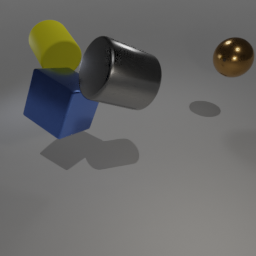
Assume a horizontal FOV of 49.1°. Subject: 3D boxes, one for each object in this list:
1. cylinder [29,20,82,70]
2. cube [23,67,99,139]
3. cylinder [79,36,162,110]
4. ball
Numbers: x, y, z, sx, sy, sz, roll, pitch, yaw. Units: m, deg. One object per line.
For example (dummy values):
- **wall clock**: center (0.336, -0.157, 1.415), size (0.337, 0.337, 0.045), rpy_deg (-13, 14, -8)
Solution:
- **cylinder**: center (-2.490, -2.712, 9.555), size (1.400, 1.400, 1.400), rpy_deg (-17, 53, -25)
- **cube**: center (-1.785, -0.749, 7.799), size (1.400, 1.400, 1.400), rpy_deg (31, 25, 19)
- **cylinder**: center (-0.194, -1.202, 6.417), size (1.400, 1.400, 1.400), rpy_deg (9, 22, -37)
- **ball**: center (3.756, -2.512, 10.010), size (1.400, 1.400, 1.400), rpy_deg (0, 32, 0)
